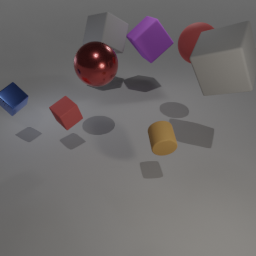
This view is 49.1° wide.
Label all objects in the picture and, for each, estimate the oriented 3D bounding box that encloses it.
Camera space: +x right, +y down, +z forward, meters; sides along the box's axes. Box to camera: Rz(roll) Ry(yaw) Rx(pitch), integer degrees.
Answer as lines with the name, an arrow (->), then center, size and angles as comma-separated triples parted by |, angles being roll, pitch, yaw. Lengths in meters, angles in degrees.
cube -> 0.987, -4.131, 13.050 | 1.400, 1.400, 1.400 | -42, 30, 6
ball -> 2.436, -2.916, 9.706 | 1.400, 1.400, 1.400 | 0, 32, 0
cube -> -3.856, -0.957, 9.355 | 0.700, 0.700, 0.700 | 43, 60, -4
cube -> 2.781, -1.937, 7.994 | 1.400, 1.400, 1.400 | -2, 45, 36
cube -> -1.037, -4.338, 12.984 | 1.400, 1.400, 1.400 | 12, 1, 42
cylinder -> 0.935, 0.281, 7.657 | 0.700, 0.700, 0.700 | -4, 50, -6
cube -> -2.044, -0.497, 9.294 | 0.700, 0.700, 0.700 | -40, 55, -18
ball -> -1.007, -2.013, 8.860 | 1.400, 1.400, 1.400 | 0, 32, 0
